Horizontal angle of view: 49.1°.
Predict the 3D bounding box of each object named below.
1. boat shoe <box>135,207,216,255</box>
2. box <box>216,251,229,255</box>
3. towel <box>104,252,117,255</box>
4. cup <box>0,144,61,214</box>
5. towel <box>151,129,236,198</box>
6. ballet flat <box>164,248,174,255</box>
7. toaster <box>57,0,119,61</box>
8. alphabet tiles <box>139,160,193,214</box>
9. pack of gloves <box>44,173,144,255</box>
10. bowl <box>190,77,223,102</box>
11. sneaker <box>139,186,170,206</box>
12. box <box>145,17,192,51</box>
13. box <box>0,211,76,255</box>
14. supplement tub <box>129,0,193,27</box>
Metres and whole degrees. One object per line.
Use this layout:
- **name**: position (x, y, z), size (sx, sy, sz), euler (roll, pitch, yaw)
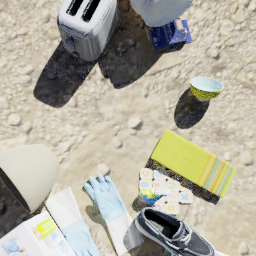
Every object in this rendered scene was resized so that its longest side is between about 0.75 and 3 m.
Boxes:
- **boat shoe**: position (1.608, 3.405, 8.961), size (2.836, 0.961, 1.017), euler (31, 54, 7)
- **box**: position (3.223, 4.421, 9.164), size (0.882, 0.496, 0.447), euler (20, 82, 3)
- **towel**: position (-0.438, 4.557, 9.323), size (0.873, 0.150, 0.578), euler (17, 81, 3)
- **cup**: position (-3.121, 1.382, 9.007), size (1.546, 2.162, 2.162), euler (-38, 83, -31)
- **towel**: position (2.280, 1.215, 9.734), size (2.836, 0.256, 1.221), euler (29, 80, 2)
- **ballet flat**: position (1.796, 4.342, 9.213), size (1.280, 0.475, 0.475), euler (29, 82, 4)
- **toaster**: position (-1.292, -3.910, 9.745), size (1.626, 1.848, 2.861), euler (27, 82, 3)
- **alphabet tiles**: position (1.334, 2.000, 9.715), size (1.862, 0.139, 1.904), euler (3, 82, 1)
- **pack of gloves**: position (-1.172, 3.137, 9.336), size (2.405, 0.565, 2.863), euler (-29, 82, -5)
- **bowl**: position (2.714, -1.299, 9.904), size (1.147, 1.147, 0.617), euler (7, 125, 1)
- **sneaker**: position (0.935, 2.280, 9.331), size (1.080, 0.409, 0.567), euler (-7, 114, 33)
- **box**: position (1.545, -3.556, 10.500), size (1.621, 0.263, 0.982), euler (-13, 81, -3)
- **box**: position (-2.578, 4.309, 8.541), size (1.482, 1.645, 2.924), euler (-37, 83, 3)
- **supplement tub**: position (0.807, -5.350, 9.745), size (2.168, 2.168, 2.997), euler (-24, 79, -3)
